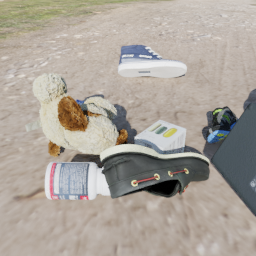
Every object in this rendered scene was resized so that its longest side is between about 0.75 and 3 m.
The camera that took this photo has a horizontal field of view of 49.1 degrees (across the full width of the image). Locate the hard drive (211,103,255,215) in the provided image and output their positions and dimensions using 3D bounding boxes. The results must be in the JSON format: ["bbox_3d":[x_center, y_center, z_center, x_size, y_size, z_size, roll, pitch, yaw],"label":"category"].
[{"bbox_3d":[2.349,0.682,4.646,0.334,1.418,2.033,10,31,-29],"label":"hard drive"}]

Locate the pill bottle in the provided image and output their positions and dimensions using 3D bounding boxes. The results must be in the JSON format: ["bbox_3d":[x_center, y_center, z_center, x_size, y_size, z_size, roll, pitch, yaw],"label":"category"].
[{"bbox_3d":[-0.927,1.037,5.517,1.242,0.743,0.743,1,30,-1],"label":"pill bottle"}]

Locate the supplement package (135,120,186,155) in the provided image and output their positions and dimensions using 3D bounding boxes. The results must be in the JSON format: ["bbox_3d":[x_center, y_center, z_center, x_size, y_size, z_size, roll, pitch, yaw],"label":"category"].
[{"bbox_3d":[0.765,0.431,6.632,0.778,0.772,1.025,22,37,33],"label":"supplement package"}]

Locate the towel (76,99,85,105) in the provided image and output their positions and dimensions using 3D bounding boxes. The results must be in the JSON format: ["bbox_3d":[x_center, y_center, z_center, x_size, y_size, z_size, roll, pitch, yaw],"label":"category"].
[{"bbox_3d":[-1.311,-0.574,8.579,0.980,0.159,1.335,13,22,2],"label":"towel"}]

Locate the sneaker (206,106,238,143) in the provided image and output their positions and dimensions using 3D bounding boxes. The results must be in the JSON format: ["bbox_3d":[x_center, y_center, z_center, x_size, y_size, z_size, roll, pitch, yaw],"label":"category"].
[{"bbox_3d":[2.402,-0.129,7.355,0.637,0.744,1.797,-31,0,37],"label":"sneaker"}]

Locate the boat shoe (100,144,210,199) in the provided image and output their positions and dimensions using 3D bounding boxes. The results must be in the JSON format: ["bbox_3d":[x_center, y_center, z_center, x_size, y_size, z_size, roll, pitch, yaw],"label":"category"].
[{"bbox_3d":[0.677,0.912,5.279,2.724,0.996,0.853,10,58,-42],"label":"boat shoe"}]

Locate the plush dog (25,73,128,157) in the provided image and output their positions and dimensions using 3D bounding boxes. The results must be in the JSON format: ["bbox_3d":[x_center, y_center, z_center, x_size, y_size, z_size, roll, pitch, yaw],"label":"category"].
[{"bbox_3d":[-1.066,-0.015,6.246,2.267,1.819,1.947,25,-5,-40],"label":"plush dog"}]

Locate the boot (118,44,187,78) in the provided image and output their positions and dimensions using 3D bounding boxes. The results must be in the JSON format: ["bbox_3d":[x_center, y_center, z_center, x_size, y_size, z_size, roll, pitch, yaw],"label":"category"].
[{"bbox_3d":[0.987,-2.821,11.469,2.787,1.014,1.259,2,71,5],"label":"boot"}]
